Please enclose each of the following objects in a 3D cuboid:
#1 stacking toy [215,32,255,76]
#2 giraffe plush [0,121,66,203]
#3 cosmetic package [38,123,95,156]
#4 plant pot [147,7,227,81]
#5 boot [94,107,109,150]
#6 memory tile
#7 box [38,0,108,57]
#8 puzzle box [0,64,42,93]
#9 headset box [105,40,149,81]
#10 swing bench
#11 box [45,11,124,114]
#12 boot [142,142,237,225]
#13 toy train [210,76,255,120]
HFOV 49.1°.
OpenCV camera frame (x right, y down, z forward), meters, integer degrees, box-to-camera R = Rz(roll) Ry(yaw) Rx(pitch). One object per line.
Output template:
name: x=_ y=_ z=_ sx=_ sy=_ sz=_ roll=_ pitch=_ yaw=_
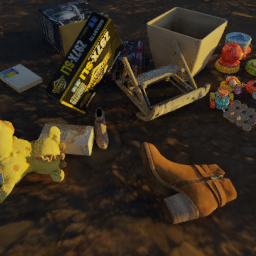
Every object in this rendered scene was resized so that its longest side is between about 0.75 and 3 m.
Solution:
stacking toy: x=5.560 y=-3.578 z=12.963 sx=2.503 sy=1.168 sz=2.765 roll=16 pitch=46 yaw=16
giraffe plush: x=-2.910 y=0.760 z=8.072 sx=2.025 sy=2.155 sz=2.497 roll=-7 pitch=29 yaw=-38
cosmetic package: x=-1.993 y=0.361 z=9.237 sx=1.654 sy=0.588 sz=0.870 roll=3 pitch=44 yaw=3
plant pot: x=2.426 y=-3.541 z=12.160 sx=2.482 sy=2.200 sz=2.485 roll=28 pitch=50 yaw=26
boot: x=-0.925 y=-0.029 z=9.392 sx=0.450 sy=0.937 sz=1.281 roll=-8 pitch=44 yaw=-10
memory tile: x=4.097 y=-0.457 z=10.108 sx=1.096 sy=0.092 sz=0.840 roll=39 pitch=87 yaw=26
box: x=-2.768 y=-5.224 z=14.388 sx=2.647 sy=1.641 sz=2.603 roll=-26 pitch=51 yaw=-24
puzzle box: x=-4.706 y=-2.188 z=12.185 sx=1.731 sy=0.220 sz=1.151 roll=33 pitch=53 yaw=30
headset box: x=-0.402 y=-3.042 z=12.495 sx=2.717 sy=1.019 sz=2.020 roll=3 pitch=44 yaw=3
swing bench: x=1.231 y=-1.599 z=10.485 sx=2.421 sy=1.579 sz=2.434 roll=-23 pitch=70 yaw=-22
box: x=-1.332 y=-2.055 z=9.510 sx=0.728 sy=2.358 sz=2.952 roll=31 pitch=90 yaw=12
boot: x=1.634 y=1.264 z=7.961 sx=2.018 sy=0.997 sz=2.599 roll=-16 pitch=48 yaw=-14
toy train: x=4.309 y=-1.381 z=10.816 sx=2.444 sy=0.680 sz=1.836 roll=-37 pitch=53 yaw=-24
